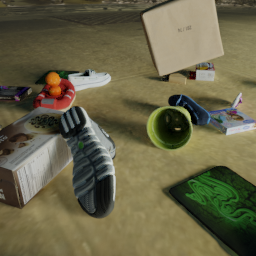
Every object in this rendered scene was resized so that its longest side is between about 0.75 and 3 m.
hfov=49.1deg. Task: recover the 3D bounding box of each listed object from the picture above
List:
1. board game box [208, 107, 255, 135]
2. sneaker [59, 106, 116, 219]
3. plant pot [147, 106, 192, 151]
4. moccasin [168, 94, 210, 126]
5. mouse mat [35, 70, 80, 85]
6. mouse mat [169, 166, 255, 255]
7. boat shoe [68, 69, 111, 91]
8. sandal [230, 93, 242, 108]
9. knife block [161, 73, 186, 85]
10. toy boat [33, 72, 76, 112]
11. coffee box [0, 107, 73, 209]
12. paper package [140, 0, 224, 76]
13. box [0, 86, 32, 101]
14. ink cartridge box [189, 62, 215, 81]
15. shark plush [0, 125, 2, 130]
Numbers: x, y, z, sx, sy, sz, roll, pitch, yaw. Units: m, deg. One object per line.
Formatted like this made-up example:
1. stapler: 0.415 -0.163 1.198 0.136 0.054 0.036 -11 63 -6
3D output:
1. board game box: 3.417 -0.258 9.371 1.253 0.258 1.250 -11 31 -19
2. sneaker: -0.627 0.809 6.736 1.032 1.588 2.750 -29 61 16
3. plant pot: 1.342 -0.127 8.328 1.299 1.299 1.194 11 19 18
4. moccasin: 1.968 -0.681 9.624 0.639 0.755 1.875 -16 32 -30
5. mouse mat: -3.341 -2.450 13.499 1.664 0.078 2.068 2 30 4
6. mouse mat: 2.317 1.691 6.092 1.915 0.090 2.380 -18 33 -28
7. boat shoe: -1.659 -2.226 12.387 0.819 0.744 2.228 25 38 37
8. sandal: 4.095 -0.957 10.478 0.298 0.493 1.212 37 39 12
9. knife block: 2.062 -2.256 12.881 0.888 0.324 1.012 -12 32 -19
10. toy boat: -2.706 -1.409 10.330 1.322 1.324 2.025 1 29 2
11. coffee box: -2.420 0.565 7.046 1.533 1.083 2.713 12 31 21
12. paper package: 1.919 -3.431 10.111 2.504 2.386 1.295 -18 25 5
13. box: -4.849 -1.423 11.462 1.458 0.263 1.043 4 29 5
14. ink cartridge box: 3.555 -2.744 13.531 1.122 0.536 1.278 5 30 10
15. shark plush: -5.096 0.333 8.255 2.500 1.136 1.041 -22 9 2
